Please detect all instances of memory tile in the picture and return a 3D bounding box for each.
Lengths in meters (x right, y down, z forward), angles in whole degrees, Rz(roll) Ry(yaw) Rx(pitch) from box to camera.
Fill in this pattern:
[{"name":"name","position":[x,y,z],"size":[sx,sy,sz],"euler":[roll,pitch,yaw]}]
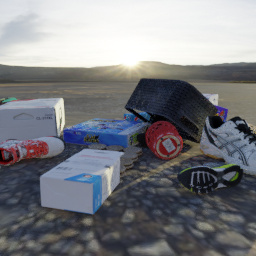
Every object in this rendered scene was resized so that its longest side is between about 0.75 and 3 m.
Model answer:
[{"name":"memory tile","position":[-0.570,0.776,7.136],"size":[1.601,0.175,2.089],"euler":[4,12,16]}]

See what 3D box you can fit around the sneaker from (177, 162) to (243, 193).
[{"name":"sneaker","position":[1.585,0.961,5.644],"size":[1.472,0.544,0.596],"euler":[3,3,-25]}]

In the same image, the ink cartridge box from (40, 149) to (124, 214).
[{"name":"ink cartridge box","position":[-0.765,0.933,5.389],"size":[1.001,0.576,1.728],"euler":[4,13,17]}]

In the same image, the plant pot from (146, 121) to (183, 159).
[{"name":"plant pot","position":[0.960,0.354,7.470],"size":[0.903,0.903,0.823],"euler":[-1,20,-4]}]

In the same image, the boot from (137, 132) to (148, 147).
[{"name":"boot","position":[0.926,0.251,8.954],"size":[1.243,0.452,1.321],"euler":[1,11,5]}]

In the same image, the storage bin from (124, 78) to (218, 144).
[{"name":"storage bin","position":[1.342,-0.639,9.301],"size":[1.796,1.245,2.657],"euler":[34,-8,-31]}]

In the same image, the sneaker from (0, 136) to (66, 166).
[{"name":"sneaker","position":[-2.502,0.601,7.045],"size":[1.730,0.578,0.927],"euler":[-1,14,4]}]

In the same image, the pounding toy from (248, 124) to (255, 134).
[{"name":"pounding toy","position":[3.536,0.385,8.144],"size":[0.868,0.871,1.518],"euler":[13,20,-33]}]

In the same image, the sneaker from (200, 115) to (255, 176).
[{"name":"sneaker","position":[2.763,0.330,6.885],"size":[1.003,1.162,2.651],"euler":[-5,14,-30]}]

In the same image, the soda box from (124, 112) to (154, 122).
[{"name":"soda box","position":[0.483,-0.435,12.224],"size":[1.311,0.421,0.445],"euler":[-5,13,-26]}]

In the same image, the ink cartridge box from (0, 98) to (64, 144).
[{"name":"ink cartridge box","position":[-3.384,-0.326,9.876],"size":[2.008,1.141,2.756],"euler":[-3,13,-7]}]

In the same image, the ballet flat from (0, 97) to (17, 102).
[{"name":"ballet flat","position":[-7.012,-1.119,15.021],"size":[0.897,0.897,2.416],"euler":[5,11,24]}]

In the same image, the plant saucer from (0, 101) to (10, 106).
[{"name":"plant saucer","position":[-5.277,-0.663,12.464],"size":[2.888,0.528,2.888],"euler":[-2,18,1]}]

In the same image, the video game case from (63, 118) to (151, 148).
[{"name":"video game case","position":[-0.619,0.133,9.332],"size":[2.273,0.516,2.060],"euler":[5,12,23]}]

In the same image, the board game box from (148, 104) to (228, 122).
[{"name":"board game box","position":[2.538,-0.779,12.170],"size":[2.875,0.644,1.933],"euler":[11,3,43]}]

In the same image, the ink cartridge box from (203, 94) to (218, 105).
[{"name":"ink cartridge box","position":[3.270,-1.265,14.650],"size":[2.399,1.030,1.756],"euler":[9,16,32]}]
